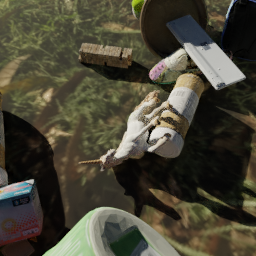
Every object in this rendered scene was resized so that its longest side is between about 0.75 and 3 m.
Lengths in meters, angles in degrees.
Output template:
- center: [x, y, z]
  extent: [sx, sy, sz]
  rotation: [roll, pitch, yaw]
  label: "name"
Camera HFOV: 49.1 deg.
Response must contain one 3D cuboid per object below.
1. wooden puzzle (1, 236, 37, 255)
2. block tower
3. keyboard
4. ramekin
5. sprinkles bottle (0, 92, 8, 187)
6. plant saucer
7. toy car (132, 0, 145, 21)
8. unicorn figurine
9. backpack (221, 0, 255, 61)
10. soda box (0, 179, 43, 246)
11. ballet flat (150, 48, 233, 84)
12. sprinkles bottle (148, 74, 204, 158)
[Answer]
- center: [-2.140, 2.379, 5.466]
  extent: [0.835, 0.098, 0.564]
  rotation: [-32, 56, -21]
  label: "wooden puzzle"
- center: [-0.702, -2.232, 8.614]
  extent: [1.636, 0.473, 0.442]
  rotation: [7, 54, 6]
  label: "block tower"
- center: [2.036, -2.194, 7.700]
  extent: [0.820, 0.155, 2.914]
  rotation: [-19, 57, -10]
  label: "keyboard"
- center: [-0.014, 0.818, 1.394]
  extent: [0.881, 0.881, 0.430]
  rotation: [43, 100, 27]
  label: "ramekin"
- center: [-3.368, 0.245, 6.484]
  extent: [0.978, 0.978, 2.867]
  rotation: [-14, 54, -10]
  label: "sprinkles bottle"
- center: [1.386, -3.158, 8.458]
  extent: [2.299, 2.299, 0.339]
  rotation: [-20, 20, -14]
  label: "plant saucer"
- center: [1.087, -4.594, 9.253]
  extent: [2.179, 1.907, 1.634]
  rotation: [-18, 99, -12]
  label: "toy car"
- center: [0.196, 0.138, 6.520]
  extent: [0.881, 1.639, 2.387]
  rotation: [50, 35, -11]
  label: "unicorn figurine"
- center: [3.796, -3.085, 8.341]
  extent: [1.752, 1.914, 1.407]
  rotation: [21, 56, 13]
  label: "backpack"
- center: [-2.983, 1.759, 5.172]
  extent: [2.614, 0.831, 0.894]
  rotation: [-12, 99, -13]
  label: "soda box"
- center: [1.841, -1.919, 8.109]
  extent: [2.477, 0.882, 0.856]
  rotation: [-9, 60, -6]
  label: "ballet flat"
- center: [1.265, -0.367, 7.034]
  extent: [0.784, 0.784, 2.296]
  rotation: [19, 56, 14]
  label: "sprinkles bottle"
